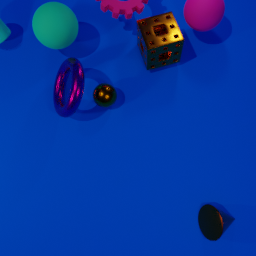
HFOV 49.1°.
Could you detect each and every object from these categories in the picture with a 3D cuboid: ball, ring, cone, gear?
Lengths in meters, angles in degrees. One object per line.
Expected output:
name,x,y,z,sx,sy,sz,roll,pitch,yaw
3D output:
ball,-2.079,-2.933,8.064,1.278,1.278,1.278,0,79,0
ring,-1.691,-1.134,7.886,0.341,1.703,1.703,7,77,-34
cone,2.609,2.552,7.711,0.950,0.946,0.946,3,78,-26
ball,-0.680,-0.960,8.234,0.721,0.721,0.721,0,79,0
gear,-0.162,-3.869,7.897,1.540,0.285,1.540,1,83,-6
ball,2.165,-3.350,7.984,1.129,1.129,1.129,0,79,0

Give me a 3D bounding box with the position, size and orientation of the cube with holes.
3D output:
cube with holes,0.914,-2.535,8.261,1.059,1.059,1.059,-16,69,-3

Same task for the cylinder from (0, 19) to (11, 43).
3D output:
cylinder,-4.062,-2.995,8.430,0.722,0.722,0.722,-16,48,18
